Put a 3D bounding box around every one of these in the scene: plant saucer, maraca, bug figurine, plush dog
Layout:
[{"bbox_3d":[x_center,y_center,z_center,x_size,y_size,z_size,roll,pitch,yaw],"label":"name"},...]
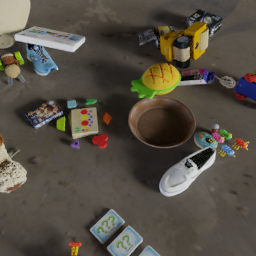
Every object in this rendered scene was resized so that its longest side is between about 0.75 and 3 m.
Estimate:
[{"bbox_3d":[1.215,-0.175,10.226,2.410,0.441,2.410,0,52,0],"label":"plant saucer"},{"bbox_3d":[1.111,-1.841,11.077,2.103,1.125,1.442,-32,52,-19],"label":"maraca"},{"bbox_3d":[3.364,0.472,9.355,1.397,0.359,1.084,-16,47,-42],"label":"bug figurine"},{"bbox_3d":[-4.680,0.612,8.301,2.938,2.523,2.357,-7,53,-6],"label":"plush dog"}]

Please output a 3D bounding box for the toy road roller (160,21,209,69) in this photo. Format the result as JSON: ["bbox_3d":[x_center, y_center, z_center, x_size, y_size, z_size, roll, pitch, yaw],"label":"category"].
[{"bbox_3d":[2.421,-3.796,12.478,1.584,1.334,2.170,30,58,35],"label":"toy road roller"}]

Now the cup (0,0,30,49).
[{"bbox_3d":[-5.950,-4.877,12.620,2.944,2.944,2.106,-3,80,-3],"label":"cup"}]

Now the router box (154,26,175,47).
[{"bbox_3d":[1.804,-4.441,13.546,0.970,0.322,1.233,-6,53,-4],"label":"router box"}]

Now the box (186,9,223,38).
[{"bbox_3d":[3.802,-5.226,13.978,1.378,0.594,1.129,36,61,24],"label":"box"}]

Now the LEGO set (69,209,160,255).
[{"bbox_3d":[-0.783,3.632,7.201,2.854,0.700,2.132,-38,58,-25],"label":"LEGO set"}]

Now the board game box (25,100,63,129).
[{"bbox_3d":[-3.179,-0.528,10.638,1.168,0.202,0.791,-33,60,-22],"label":"board game box"}]

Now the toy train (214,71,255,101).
[{"bbox_3d":[4.881,-1.874,11.220,2.542,1.076,1.471,34,49,23],"label":"toy train"}]

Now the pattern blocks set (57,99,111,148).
[{"bbox_3d":[-1.626,-0.200,10.398,2.000,0.184,2.276,0,53,0],"label":"pattern blocks set"}]

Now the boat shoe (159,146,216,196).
[{"bbox_3d":[1.903,1.252,8.930,2.262,0.755,0.832,-35,60,-24],"label":"boat shoe"}]

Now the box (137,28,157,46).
[{"bbox_3d":[0.885,-4.348,13.364,0.863,0.215,0.680,-21,51,12],"label":"box"}]

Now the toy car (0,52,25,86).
[{"bbox_3d":[-4.871,-2.429,11.871,1.023,0.983,1.246,-20,84,-11],"label":"toy car"}]

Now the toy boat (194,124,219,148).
[{"bbox_3d":[2.830,0.291,9.840,0.872,0.482,1.037,35,61,24],"label":"toy boat"}]

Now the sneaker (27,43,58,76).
[{"bbox_3d":[-3.849,-3.089,12.093,0.866,0.994,2.211,-34,60,-23],"label":"sneaker"}]

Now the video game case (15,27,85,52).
[{"bbox_3d":[-3.355,-3.989,12.477,2.486,0.294,2.263,11,28,-1],"label":"video game case"}]

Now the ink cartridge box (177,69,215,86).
[{"bbox_3d":[2.757,-2.090,11.483,1.482,0.275,0.702,2,50,28],"label":"ink cartridge box"}]
